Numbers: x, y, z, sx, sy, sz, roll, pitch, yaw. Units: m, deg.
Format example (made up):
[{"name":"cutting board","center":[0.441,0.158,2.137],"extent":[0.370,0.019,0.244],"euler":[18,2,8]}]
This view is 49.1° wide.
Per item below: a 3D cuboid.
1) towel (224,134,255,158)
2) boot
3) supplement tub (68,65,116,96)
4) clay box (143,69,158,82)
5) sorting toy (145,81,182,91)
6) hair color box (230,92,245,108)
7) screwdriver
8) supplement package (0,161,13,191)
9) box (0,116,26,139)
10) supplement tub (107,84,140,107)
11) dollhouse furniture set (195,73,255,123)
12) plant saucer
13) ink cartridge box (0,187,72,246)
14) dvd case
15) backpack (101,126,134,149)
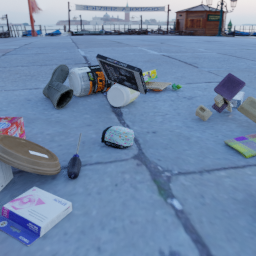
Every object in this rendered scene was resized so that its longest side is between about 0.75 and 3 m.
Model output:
[{"name":"towel","center":[4.110,0.555,9.146],"extent":[1.604,0.183,1.152],"euler":[-10,26,-20]},{"name":"boot","center":[-3.177,-2.036,13.395],"extent":[0.837,2.097,2.306],"euler":[29,-1,-31]},{"name":"supplement tub","center":[-1.790,-2.574,14.834],"extent":[2.403,1.472,1.472],"euler":[-17,29,-33]},{"name":"clay box","center":[0.639,-2.765,15.820],"extent":[1.355,0.561,2.358],"euler":[-7,13,43]},{"name":"sorting toy","center":[1.772,-2.279,15.546],"extent":[2.258,0.332,1.669],"euler":[9,21,27]},{"name":"hair color box","center":[5.076,-1.375,13.325],"extent":[0.709,0.434,1.433],"euler":[11,26,24]},{"name":"screwdriver","center":[-1.544,0.765,8.537],"extent":[0.368,0.383,2.636],"euler":[-1,20,-4]},{"name":"supplement package","center":[-3.630,1.219,6.557],"extent":[0.942,0.978,1.719],"euler":[2,24,8]},{"name":"box","center":[-4.009,0.291,8.917],"extent":[0.795,0.830,1.665],"euler":[2,23,6]},{"name":"supplement tub","center":[-0.195,-1.631,13.099],"extent":[1.081,1.081,1.491],"euler":[12,25,26]},{"name":"dollhouse furniture set","center":[4.476,-0.376,11.332],"extent":[2.651,2.101,1.882],"euler":[44,2,29]},{"name":"plant saucer","center":[-2.721,0.659,7.469],"extent":[2.068,0.305,2.068],"euler":[25,3,-1]},{"name":"ink cartridge box","center":[-2.071,1.829,6.059],"extent":[1.219,0.269,1.241],"euler":[14,25,28]},{"name":"dvd case","center":[-0.239,-2.209,11.540],"extent":[2.068,1.554,0.256],"euler":[24,72,23]},{"name":"backpack","center":[-0.289,0.279,9.217],"extent":[0.994,0.629,0.829],"euler":[15,24,25]}]
